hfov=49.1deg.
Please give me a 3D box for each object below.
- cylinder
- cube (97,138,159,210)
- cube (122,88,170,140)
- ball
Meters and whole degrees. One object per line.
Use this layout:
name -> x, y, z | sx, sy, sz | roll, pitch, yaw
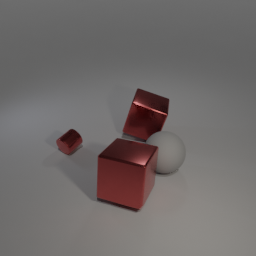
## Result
cylinder -> -2.162, 0.502, 10.349 | 0.700, 0.700, 0.700 | 21, 48, 31
cube -> 0.006, 1.286, 8.277 | 1.400, 1.400, 1.400 | 11, 22, 17
cube -> 0.732, -0.507, 11.092 | 1.400, 1.400, 1.400 | 19, 32, 0
ball -> 1.208, 0.797, 9.279 | 1.400, 1.400, 1.400 | 0, 31, 0
